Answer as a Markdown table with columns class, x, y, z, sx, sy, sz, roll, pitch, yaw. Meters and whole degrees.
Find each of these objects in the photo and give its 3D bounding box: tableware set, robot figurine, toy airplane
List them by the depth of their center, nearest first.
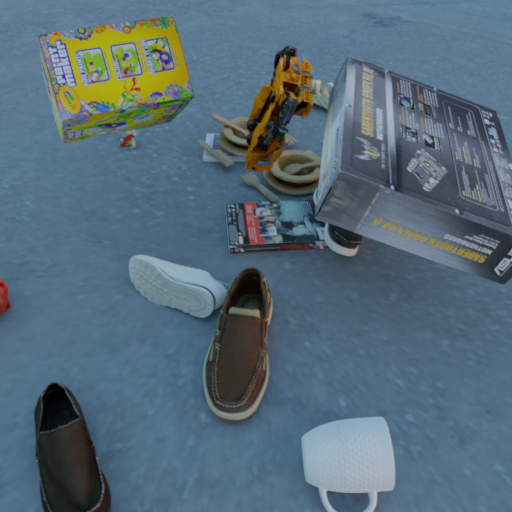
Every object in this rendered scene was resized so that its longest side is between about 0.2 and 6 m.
| class | x | y | z | sx | sy | sz | roll | pitch | yaw |
| --- | --- | --- | --- | --- | --- | --- | --- | --- | --- |
| robot figurine | 0.413 | -2.801 | 10.915 | 0.747 | 2.565 | 1.860 | 9 | 66 | -18 |
| tableware set | 0.396 | -2.730 | 14.221 | 2.335 | 0.708 | 3.532 | -26 | 50 | -29 |
| toy airplane | -3.420 | -3.196 | 15.308 | 0.553 | 0.392 | 0.556 | 9 | 71 | 30 |

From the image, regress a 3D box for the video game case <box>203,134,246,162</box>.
| class | x | y | z | sx | sy | sz | roll | pitch | yaw |
| --- | --- | --- | --- | --- | --- | --- | --- | --- | --- |
| video game case | -0.627 | -2.943 | 15.159 | 1.528 | 0.176 | 1.393 | 0 | 38 | 0 |

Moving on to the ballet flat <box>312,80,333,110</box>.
| class | x | y | z | sx | sy | sz | roll | pitch | yaw |
| --- | --- | --- | --- | --- | --- | --- | --- | --- | --- |
| ballet flat | 2.035 | -4.987 | 17.247 | 2.467 | 0.857 | 0.857 | 29 | 47 | 32 |

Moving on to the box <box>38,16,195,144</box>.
| class | x | y | z | sx | sy | sz | roll | pitch | yaw |
| --- | --- | --- | --- | --- | --- | --- | --- | --- | --- |
| box | -2.726 | -3.264 | 10.721 | 2.370 | 1.501 | 2.461 | -17 | 8 | -18 |

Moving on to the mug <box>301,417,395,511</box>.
| class | x | y | z | sx | sy | sz | roll | pitch | yaw |
| --- | --- | --- | --- | --- | --- | --- | --- | --- | --- |
| mug | 1.191 | 2.806 | 7.379 | 1.106 | 0.931 | 1.261 | -4 | 69 | 1 |

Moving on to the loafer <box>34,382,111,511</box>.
| class | x | y | z | sx | sy | sz | roll | pitch | yaw |
| --- | --- | --- | --- | --- | --- | --- | --- | --- | --- |
| loafer | -2.614 | 2.642 | 7.526 | 0.850 | 0.830 | 2.328 | -19 | 42 | -22 |

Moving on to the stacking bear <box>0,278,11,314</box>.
| class | x | y | z | sx | sy | sz | roll | pitch | yaw |
| --- | --- | --- | --- | --- | --- | --- | --- | --- | --- |
| stacking bear | -5.473 | 0.716 | 9.824 | 2.106 | 1.279 | 1.198 | 2 | 39 | -11 |

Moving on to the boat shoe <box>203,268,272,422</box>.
| class | x | y | z | sx | sy | sz | roll | pitch | yaw |
| --- | --- | --- | --- | --- | --- | --- | --- | --- | --- |
| boat shoe | -0.287 | 1.266 | 9.096 | 1.047 | 1.049 | 2.836 | 2 | 38 | 3 |

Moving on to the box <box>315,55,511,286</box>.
| class | x | y | z | sx | sy | sz | roll | pitch | yaw |
| --- | --- | --- | --- | --- | --- | --- | --- | --- | --- |
| box | 2.780 | -1.665 | 9.620 | 3.218 | 0.982 | 4.063 | 18 | 43 | -6 |

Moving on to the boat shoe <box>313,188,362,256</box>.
| class | x | y | z | sx | sy | sz | roll | pitch | yaw |
| --- | --- | --- | --- | --- | --- | --- | --- | --- | --- |
| boat shoe | 1.875 | -1.040 | 12.028 | 0.992 | 0.792 | 2.624 | 13 | 35 | -17 |

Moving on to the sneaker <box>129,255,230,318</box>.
| class | x | y | z | sx | sy | sz | roll | pitch | yaw |
| --- | --- | --- | --- | --- | --- | --- | --- | --- | --- |
| sneaker | -1.466 | 0.486 | 10.469 | 2.044 | 0.781 | 0.823 | 24 | 34 | 20 |

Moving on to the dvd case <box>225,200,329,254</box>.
| class | x | y | z | sx | sy | sz | roll | pitch | yaw |
| --- | --- | --- | --- | --- | --- | --- | --- | --- | --- |
| dvd case | 0.481 | -0.670 | 12.219 | 2.254 | 0.248 | 1.645 | -4 | 38 | -4 |
